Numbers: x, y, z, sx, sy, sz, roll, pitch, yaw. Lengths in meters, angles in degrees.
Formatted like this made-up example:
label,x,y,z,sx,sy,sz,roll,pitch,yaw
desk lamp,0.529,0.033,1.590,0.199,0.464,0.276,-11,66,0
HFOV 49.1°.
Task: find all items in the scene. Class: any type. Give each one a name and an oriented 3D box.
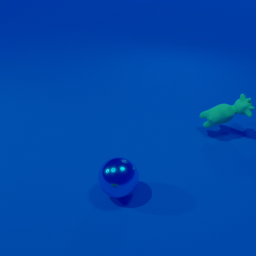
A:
label,x,y,z,sx,sy,sz,roll,pitch,yaw
ball,-0.169,0.899,5.096,0.739,0.739,0.739,0,33,0
cow figurine,2.339,-0.372,6.572,1.031,0.566,1.014,-19,-3,-26
